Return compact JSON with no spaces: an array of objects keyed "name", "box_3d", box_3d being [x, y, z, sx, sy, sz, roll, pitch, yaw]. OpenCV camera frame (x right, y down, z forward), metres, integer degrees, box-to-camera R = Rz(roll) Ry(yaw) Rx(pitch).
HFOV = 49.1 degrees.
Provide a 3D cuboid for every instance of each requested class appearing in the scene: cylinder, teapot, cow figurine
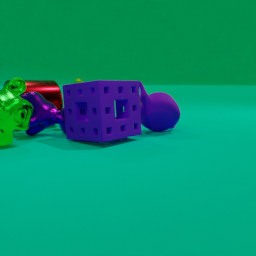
[{"name":"cylinder","box_3d":[-2.685,-0.687,7.864,1.306,1.306,1.306,-7,12,-37]},{"name":"teapot","box_3d":[0.739,-0.491,7.040,1.066,0.840,1.715,-24,-46,30]},{"name":"cow figurine","box_3d":[-1.898,-0.394,6.734,1.401,1.424,0.781,-32,-17,-29]}]

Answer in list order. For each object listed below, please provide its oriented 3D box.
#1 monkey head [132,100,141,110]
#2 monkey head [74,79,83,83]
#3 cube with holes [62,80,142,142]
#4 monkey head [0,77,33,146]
[{"name":"monkey head","box_3d":[0.264,-0.643,8.923,0.620,0.741,1.029,-27,27,-12]},{"name":"monkey head","box_3d":[-1.169,-0.473,7.383,1.129,1.570,0.946,-21,-20,-35]},{"name":"cube with holes","box_3d":[-0.554,-0.388,6.093,1.177,1.177,1.177,2,8,42]},{"name":"monkey head","box_3d":[-2.681,-0.370,5.433,1.201,1.434,1.993,25,62,35]}]
